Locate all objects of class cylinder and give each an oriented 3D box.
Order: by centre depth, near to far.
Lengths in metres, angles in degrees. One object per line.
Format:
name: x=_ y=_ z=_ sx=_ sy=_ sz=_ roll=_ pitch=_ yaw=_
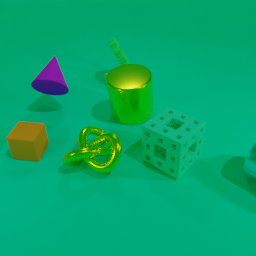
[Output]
cylinder: x=3.462 y=0.855 z=6.462 sx=1.162 sy=1.162 sz=1.162 roll=31 pitch=47 yaw=34
cylinder: x=0.082 y=-1.044 z=8.640 sx=1.369 sy=1.369 sz=1.369 roll=-4 pitch=45 yaw=4

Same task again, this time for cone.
cone: x=-2.389 y=-1.788 z=8.878 sx=1.152 sy=1.152 sz=1.157 roll=3 pitch=73 yaw=4

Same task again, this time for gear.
gear: x=-0.261 y=-2.672 z=10.381 sx=0.258 sy=1.395 sz=1.395 roll=-30 pitch=37 yaw=11

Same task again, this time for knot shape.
knot shape: x=-0.837 y=0.468 z=7.161 sx=1.555 sy=0.718 sz=1.455 roll=-7 pitch=31 yaw=12

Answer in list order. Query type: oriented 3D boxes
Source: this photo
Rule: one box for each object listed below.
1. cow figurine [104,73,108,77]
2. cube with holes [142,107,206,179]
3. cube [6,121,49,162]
cow figurine: x=-0.475 y=-1.907 z=10.454 sx=0.899 sy=0.501 sz=0.913 roll=5 pitch=37 yaw=47
cube with holes: x=1.141 y=0.345 z=7.130 sx=1.122 sy=1.122 sz=1.122 roll=26 pitch=44 yaw=34
cube: x=-2.647 y=0.352 z=7.478 sx=0.743 sy=0.743 sz=0.743 roll=5 pitch=38 yaw=7
